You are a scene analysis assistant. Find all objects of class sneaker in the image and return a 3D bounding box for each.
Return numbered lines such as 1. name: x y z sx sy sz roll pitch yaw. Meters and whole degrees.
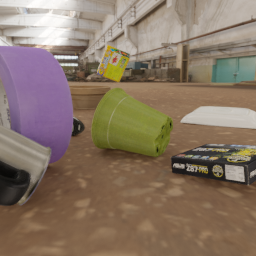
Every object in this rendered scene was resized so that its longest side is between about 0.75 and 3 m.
1. sneaker: -2.200 -0.135 9.254 1.841 0.680 0.730 5 8 25

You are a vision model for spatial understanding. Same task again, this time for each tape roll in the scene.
1. tape roll: -2.283 -0.388 5.797 1.073 2.525 2.525 -12 17 -44

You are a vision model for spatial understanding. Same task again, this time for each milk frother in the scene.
1. milk frother: -2.297 0.763 4.061 1.621 1.723 1.555 32 22 -23

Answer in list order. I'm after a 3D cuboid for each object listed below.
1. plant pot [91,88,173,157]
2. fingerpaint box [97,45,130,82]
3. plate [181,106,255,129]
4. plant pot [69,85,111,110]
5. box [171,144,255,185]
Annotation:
1. plant pot: 0.209 0.004 6.972 1.579 1.662 1.662 21 20 25
2. fingerpaint box: -0.702 -3.078 13.453 1.185 1.421 0.521 19 39 -12
3. plate: 3.914 -0.533 11.651 2.858 0.463 2.864 5 12 25
4. plant pot: -2.251 -1.685 15.338 2.634 1.216 2.634 0 12 0
5. box: 1.879 0.645 5.484 1.321 0.402 1.639 -11 7 -39
